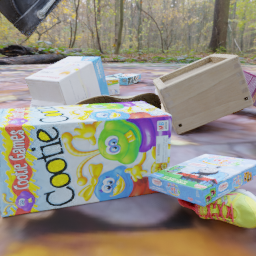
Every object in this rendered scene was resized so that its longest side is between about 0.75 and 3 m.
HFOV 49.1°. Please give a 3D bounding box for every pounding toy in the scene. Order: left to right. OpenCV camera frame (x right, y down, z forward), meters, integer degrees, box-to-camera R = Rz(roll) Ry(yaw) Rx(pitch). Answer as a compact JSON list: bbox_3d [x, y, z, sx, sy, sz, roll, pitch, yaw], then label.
[{"bbox_3d":[2.297,-0.985,8.455,2.485,1.919,2.700,-22,15,6],"label":"pounding toy"}]

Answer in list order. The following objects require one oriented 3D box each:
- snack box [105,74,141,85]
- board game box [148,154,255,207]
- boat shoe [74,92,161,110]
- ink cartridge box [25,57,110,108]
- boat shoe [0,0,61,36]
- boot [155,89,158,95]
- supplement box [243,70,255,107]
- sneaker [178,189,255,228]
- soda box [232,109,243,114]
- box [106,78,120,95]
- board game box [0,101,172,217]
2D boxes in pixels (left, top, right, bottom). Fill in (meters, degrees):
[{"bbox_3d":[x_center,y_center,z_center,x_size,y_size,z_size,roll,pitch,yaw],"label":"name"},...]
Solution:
[{"bbox_3d":[-0.334,-3.352,19.145,1.706,0.545,2.937,5,16,18],"label":"snack box"},{"bbox_3d":[1.076,0.660,3.902,1.273,0.233,0.963,-12,9,-35],"label":"board game box"},{"bbox_3d":[-0.392,-0.485,8.212,2.820,1.017,0.916,-13,4,-28],"label":"boat shoe"},{"bbox_3d":[-1.953,-1.214,8.979,1.499,1.460,2.332,9,35,31],"label":"ink cartridge box"},{"bbox_3d":[-0.610,-1.968,3.349,0.827,0.781,2.305,-5,42,53],"label":"boat shoe"},{"bbox_3d":[1.651,-1.775,14.054,0.388,0.313,0.860,3,22,-15],"label":"boot"},{"bbox_3d":[4.373,-1.324,9.718,1.162,0.902,2.107,13,22,-32],"label":"supplement box"},{"bbox_3d":[1.151,1.036,3.644,0.548,0.474,1.213,-11,8,-34],"label":"sneaker"},{"bbox_3d":[3.908,-0.830,10.359,0.434,0.404,1.269,13,19,40],"label":"soda box"},{"bbox_3d":[-1.301,-2.062,14.027,1.573,0.797,0.885,-9,17,-29],"label":"box"},{"bbox_3d":[-0.715,0.341,4.515,2.488,1.282,1.305,-5,16,-18],"label":"board game box"}]
